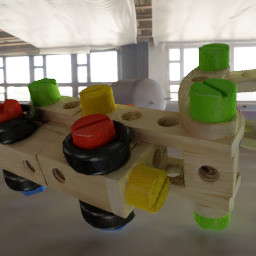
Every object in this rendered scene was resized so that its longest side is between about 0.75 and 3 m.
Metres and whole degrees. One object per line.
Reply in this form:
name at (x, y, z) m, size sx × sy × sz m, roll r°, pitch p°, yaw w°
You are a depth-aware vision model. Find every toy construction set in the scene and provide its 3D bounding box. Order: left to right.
toy construction set at (-0.038, -0.015, 2.309) m, size 2.577 × 1.187 × 1.690 m, roll -4°, pitch 26°, yaw 40°

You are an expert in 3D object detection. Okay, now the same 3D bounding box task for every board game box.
board game box at (2.900, -0.287, 7.739) m, size 2.522 × 0.519 × 2.516 m, roll 2°, pitch 7°, yaw 18°

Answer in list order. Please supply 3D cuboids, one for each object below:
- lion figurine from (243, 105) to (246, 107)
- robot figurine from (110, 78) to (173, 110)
lion figurine at (4.280, -0.555, 10.526) m, size 1.734 × 0.628 × 1.062 m, roll 12°, pitch -6°, yaw -19°
robot figurine at (0.237, -0.916, 9.328) m, size 2.515 × 1.420 × 2.133 m, roll 7°, pitch 34°, yaw 47°
